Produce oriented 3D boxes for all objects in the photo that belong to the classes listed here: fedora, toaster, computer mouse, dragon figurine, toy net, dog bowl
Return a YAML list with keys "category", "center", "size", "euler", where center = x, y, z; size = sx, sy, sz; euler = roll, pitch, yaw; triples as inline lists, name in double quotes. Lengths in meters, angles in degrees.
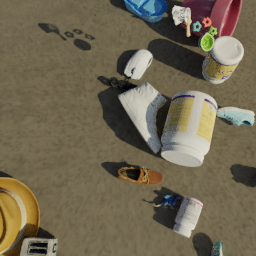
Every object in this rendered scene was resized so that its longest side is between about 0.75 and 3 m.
- category: "fedora"
  center: [-4.377, 3.069, 9.131]
  size: [3.003, 1.225, 3.003]
  euler: [3, 72, -8]
- category: "toaster"
  center: [-2.937, 4.113, 9.083]
  size: [1.222, 0.725, 1.105]
  euler: [6, 69, -7]
- category: "computer mouse"
  center: [0.276, -2.538, 11.870]
  size: [1.286, 0.515, 2.346]
  euler: [27, 71, 7]
- category: "dragon figurine"
  center: [1.422, 2.580, 9.996]
  size: [1.071, 0.315, 0.533]
  euler: [3, 69, 0]
- category: "toy net"
  center: [2.065, -3.141, 8.448]
  size: [1.725, 0.333, 0.905]
  euler: [34, 93, -29]
- category: "dog bowl"
  center: [0.785, -5.767, 13.147]
  size: [2.193, 0.544, 1.222]
  euler: [35, 73, 12]

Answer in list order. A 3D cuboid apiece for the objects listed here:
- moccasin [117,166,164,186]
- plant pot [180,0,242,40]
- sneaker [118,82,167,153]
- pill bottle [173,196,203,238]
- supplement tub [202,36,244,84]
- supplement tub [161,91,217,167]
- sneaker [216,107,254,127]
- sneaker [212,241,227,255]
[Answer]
- category: "moccasin"
  center: [0.456, 1.699, 10.158]
  size: [1.681, 0.649, 0.615]
  euler: [13, 69, 5]
- category: "plant pot"
  center: [3.456, -4.858, 12.024]
  size: [2.059, 2.300, 2.300]
  euler: [25, 70, 25]
- category: "sneaker"
  center: [0.906, -0.539, 10.752]
  size: [1.604, 1.022, 2.775]
  euler: [-29, 71, -1]
- category: "pill bottle"
  center: [2.039, 3.044, 9.611]
  size: [0.696, 0.696, 1.227]
  euler: [24, 71, 9]
- category: "supplement tub"
  center: [3.743, -2.680, 11.290]
  size: [1.259, 1.732, 1.259]
  euler: [0, 69, 0]
- category: "supplement tub"
  center: [2.198, 0.035, 10.228]
  size: [1.733, 1.733, 2.384]
  euler: [16, 69, 6]
- category: "sneaker"
  center: [4.209, -0.407, 11.023]
  size: [1.574, 0.582, 0.645]
  euler: [6, 64, 3]
- category: "sneaker"
  center: [3.182, 4.491, 9.200]
  size: [0.672, 0.571, 1.472]
  euler: [4, 73, -13]
